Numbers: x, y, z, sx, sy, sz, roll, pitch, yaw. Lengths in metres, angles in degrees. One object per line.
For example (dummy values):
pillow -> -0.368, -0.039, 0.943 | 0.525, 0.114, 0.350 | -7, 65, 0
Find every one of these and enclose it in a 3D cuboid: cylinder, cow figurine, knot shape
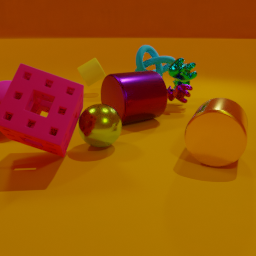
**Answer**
cylinder -> -1.448, -2.215, 11.140 | 0.846, 0.846, 0.846 | -31, 23, -2
cylinder -> 0.149, -0.854, 7.757 | 1.377, 1.377, 1.377 | -12, 23, -31
cow figurine -> 1.717, -1.757, 9.377 | 1.262, 0.693, 1.242 | 11, -23, -35
cylinder -> 1.778, 0.046, 5.572 | 1.110, 1.110, 1.110 | 8, 20, 21
cow figurine -> 1.606, -1.198, 9.272 | 0.936, 0.951, 0.522 | 27, 69, 14
knot shape -> 0.907, -2.284, 11.152 | 1.785, 1.670, 0.825 | 12, 30, -25

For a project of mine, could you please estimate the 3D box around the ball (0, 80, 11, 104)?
ball -> -2.965, -0.549, 7.013 | 1.269, 1.269, 1.269 | 0, 19, 0

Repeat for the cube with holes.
cube with holes -> -1.586, -0.267, 5.283 | 1.162, 1.162, 1.162 | 19, -18, -4

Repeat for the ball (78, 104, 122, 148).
ball -> -0.601, -0.051, 6.047 | 0.951, 0.951, 0.951 | 0, 19, 0
